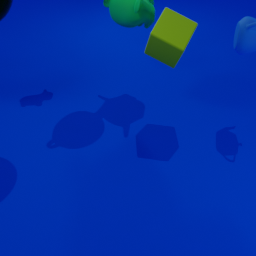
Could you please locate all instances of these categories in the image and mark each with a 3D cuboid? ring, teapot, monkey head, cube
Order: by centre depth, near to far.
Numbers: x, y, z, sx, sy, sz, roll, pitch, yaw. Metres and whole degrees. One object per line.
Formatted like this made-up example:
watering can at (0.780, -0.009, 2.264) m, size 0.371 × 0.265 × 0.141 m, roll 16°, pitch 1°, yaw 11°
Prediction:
ring at (-3.012, -2.555, 4.681) m, size 2.073 × 2.073 × 0.415 m, roll -1°, pitch 57°, yaw -1°
teapot at (2.636, -1.958, 6.037) m, size 0.617 × 1.261 × 0.784 m, roll 6°, pitch 84°, yaw 10°
cube at (0.906, -1.924, 6.051) m, size 0.769 × 0.769 × 0.769 m, roll 28°, pitch 73°, yaw 1°
monkey head at (0.146, -3.095, 6.809) m, size 1.090 × 1.301 × 1.809 m, roll 9°, pitch 20°, yaw -35°
